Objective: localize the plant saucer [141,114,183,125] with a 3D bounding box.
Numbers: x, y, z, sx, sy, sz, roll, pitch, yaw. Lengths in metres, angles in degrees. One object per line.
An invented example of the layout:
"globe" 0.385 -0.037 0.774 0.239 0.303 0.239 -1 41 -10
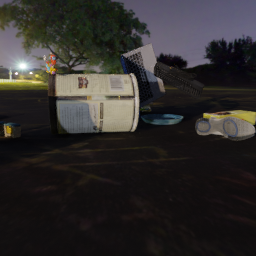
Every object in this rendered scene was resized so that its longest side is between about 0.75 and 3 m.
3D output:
"plant saucer" 1.546 -0.396 12.742 1.903 0.261 1.903 -1 10 0

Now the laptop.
"laptop" 0.804 -2.225 12.819 2.899 2.714 1.680 -29 22 -25

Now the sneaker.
"sneaker" 3.360 -0.051 9.577 0.896 0.766 2.057 -3 10 -42

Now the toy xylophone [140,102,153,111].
"toy xylophone" 0.391 -1.146 15.771 2.228 0.560 1.631 -6 7 -27

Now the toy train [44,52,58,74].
"toy train" -2.433 -2.086 9.009 0.252 0.680 0.905 -14 19 -31

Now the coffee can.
"coffee can" -1.261 -0.880 10.045 2.942 2.153 2.153 -1 10 -11

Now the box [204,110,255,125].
"box" 4.291 -0.374 11.688 2.344 0.587 0.882 -5 12 -31

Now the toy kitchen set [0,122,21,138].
"toy kitchen set" -4.468 -0.053 9.180 1.146 0.842 1.430 6 12 32

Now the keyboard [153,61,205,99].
"keyboard" 2.082 -2.094 12.163 2.447 1.273 0.485 32 60 19
